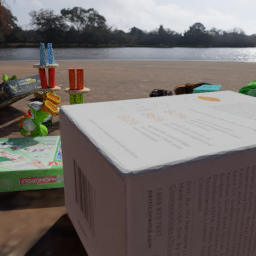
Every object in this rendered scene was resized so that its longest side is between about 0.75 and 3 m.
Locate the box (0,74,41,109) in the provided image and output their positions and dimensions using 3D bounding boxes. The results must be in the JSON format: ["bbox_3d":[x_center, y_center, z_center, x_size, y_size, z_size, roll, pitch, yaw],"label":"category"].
[{"bbox_3d":[-4.004,-1.114,9.355,1.729,0.559,2.193,-22,12,17],"label":"box"}]

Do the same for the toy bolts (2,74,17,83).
[{"bbox_3d":[-5.810,-1.735,12.701,1.415,0.981,1.352,2,54,-27],"label":"toy bolts"}]

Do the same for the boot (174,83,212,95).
[{"bbox_3d":[2.984,-1.682,12.257,1.915,0.706,1.481,6,13,11],"label":"boot"}]

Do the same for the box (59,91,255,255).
[{"bbox_3d":[0.811,0.521,3.276,2.778,1.477,2.115,-7,18,-23],"label":"box"}]

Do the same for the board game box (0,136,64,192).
[{"bbox_3d":[-1.543,0.564,5.111,2.557,0.372,1.720,-2,17,-8],"label":"board game box"}]

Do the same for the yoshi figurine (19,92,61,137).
[{"bbox_3d":[-1.941,-0.153,6.391,1.281,0.717,0.720,-41,-17,30],"label":"yoshi figurine"}]

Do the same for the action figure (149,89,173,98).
[{"bbox_3d":[1.300,-1.319,11.361,0.986,0.526,1.515,-2,11,20],"label":"action figure"}]

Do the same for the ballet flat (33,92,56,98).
[{"bbox_3d":[-3.475,-1.446,11.780,1.436,0.469,0.506,10,18,30],"label":"ballet flat"}]

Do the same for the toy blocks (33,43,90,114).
[{"bbox_3d":[-2.117,-1.530,8.913,1.870,2.244,0.815,6,18,19],"label":"toy blocks"}]

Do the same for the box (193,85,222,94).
[{"bbox_3d":[2.304,-0.702,8.086,0.583,0.977,2.374,6,13,21],"label":"box"}]

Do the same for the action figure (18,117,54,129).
[{"bbox_3d":[-2.593,-0.142,7.786,0.947,0.259,0.559,-19,28,-39],"label":"action figure"}]

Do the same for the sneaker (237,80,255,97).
[{"bbox_3d":[2.456,-0.474,5.966,2.994,1.251,1.109,4,15,-46],"label":"sneaker"}]
